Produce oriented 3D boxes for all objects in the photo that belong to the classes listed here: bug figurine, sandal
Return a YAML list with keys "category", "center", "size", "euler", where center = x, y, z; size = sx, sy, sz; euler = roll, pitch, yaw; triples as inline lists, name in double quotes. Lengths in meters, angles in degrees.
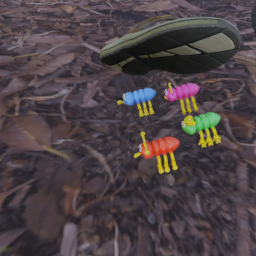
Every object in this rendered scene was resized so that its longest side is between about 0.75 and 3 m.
- category: "bug figurine"
  center: [0.887, -0.309, 6.373]
  size: [2.005, 0.665, 2.585]
  euler: [-16, 44, -2]
- category: "sandal"
  center: [0.462, -1.395, 4.479]
  size: [2.664, 1.058, 0.760]
  euler: [10, 75, 49]

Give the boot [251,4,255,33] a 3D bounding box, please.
- category: "boot"
  center: [3.538, -1.476, 4.790]
  size: [2.729, 1.783, 0.924]
  euler: [12, 88, 24]
